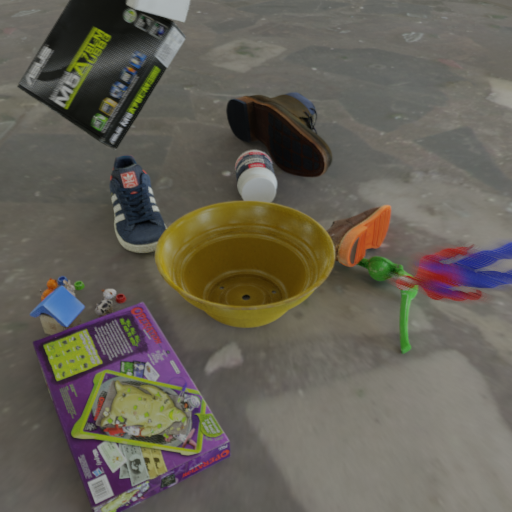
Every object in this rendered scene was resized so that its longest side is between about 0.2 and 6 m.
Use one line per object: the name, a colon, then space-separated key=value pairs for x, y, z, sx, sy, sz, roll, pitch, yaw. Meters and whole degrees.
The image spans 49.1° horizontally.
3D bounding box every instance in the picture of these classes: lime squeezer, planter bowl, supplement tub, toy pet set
lime squeezer: x=2.020 y=0.467 z=9.162 sx=0.940 sy=0.502 sz=2.661 roll=-39 pitch=44 yaw=3
planter bowl: x=-0.162 y=0.300 z=8.702 sx=2.675 sy=1.114 sz=2.675 roll=0 pitch=38 yaw=0
supplement tub: x=-0.006 y=-1.575 z=11.391 sx=0.789 sy=0.789 sz=1.124 roll=-4 pitch=38 yaw=-5
toy pet set: x=-2.904 y=0.604 z=8.646 sx=1.317 sy=0.699 sz=1.230 roll=13 pitch=39 yaw=17

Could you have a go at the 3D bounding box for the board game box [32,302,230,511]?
board game box: x=-1.726 y=1.823 z=7.336 sx=1.696 sy=0.456 sz=2.826 roll=-22 pitch=43 yaw=-20

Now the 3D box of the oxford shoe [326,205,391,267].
oxford shoe: x=1.763 y=-0.498 z=9.882 sx=0.792 sy=0.774 sz=2.171 roll=17 pitch=26 yaw=29

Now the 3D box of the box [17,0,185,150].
box: x=-2.705 y=-3.352 z=9.685 sx=2.242 sy=2.321 sz=0.552 roll=35 pitch=3 yaw=18

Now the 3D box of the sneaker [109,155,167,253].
sneaker: x=-2.308 y=-1.059 z=10.511 sx=0.937 sy=1.057 sz=2.501 roll=-14 pitch=40 yaw=-18

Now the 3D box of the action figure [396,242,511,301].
action figure: x=2.552 y=0.182 z=6.663 sx=0.524 sy=0.664 sz=2.029 roll=-20 pitch=2 yaw=-42

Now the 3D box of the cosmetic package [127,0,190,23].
cosmetic package: x=-1.499 y=-3.975 z=8.688 sx=0.887 sy=0.451 sz=0.328 roll=-3 pitch=33 yaw=-42

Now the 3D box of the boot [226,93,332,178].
boot: x=0.968 y=-3.002 z=12.773 sx=1.815 sy=1.399 sz=3.745 roll=-23 pitch=41 yaw=-23
